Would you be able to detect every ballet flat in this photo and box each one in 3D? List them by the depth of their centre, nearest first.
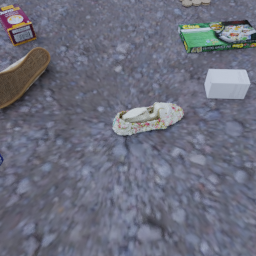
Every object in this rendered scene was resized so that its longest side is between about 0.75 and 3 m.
[{"bbox_3d":[0.541,-0.291,6.888,1.912,0.611,0.723,-17,52,-14],"label":"ballet flat"}]

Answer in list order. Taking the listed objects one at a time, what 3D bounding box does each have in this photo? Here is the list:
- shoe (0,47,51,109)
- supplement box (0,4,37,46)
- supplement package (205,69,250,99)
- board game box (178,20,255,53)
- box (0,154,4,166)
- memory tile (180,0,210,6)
[{"bbox_3d":[-3.089,-1.284,7.702,0.850,0.649,2.430,48,63,-12],"label":"shoe"},{"bbox_3d":[-3.715,-3.441,9.287,0.790,0.613,1.431,-26,57,-19],"label":"supplement box"},{"bbox_3d":[2.662,-1.190,7.589,1.001,0.585,0.587,2,52,1],"label":"supplement package"},{"bbox_3d":[2.977,-3.038,9.212,2.433,0.285,1.274,-6,55,-4],"label":"board game box"},{"bbox_3d":[-2.700,-0.002,4.061,0.366,2.258,1.368,-13,28,6],"label":"box"},{"bbox_3d":[2.462,-5.169,10.926,1.129,0.124,1.473,-11,53,-8],"label":"memory tile"}]
